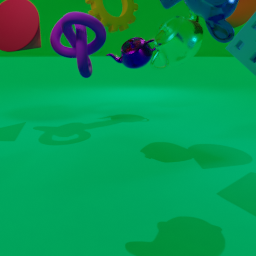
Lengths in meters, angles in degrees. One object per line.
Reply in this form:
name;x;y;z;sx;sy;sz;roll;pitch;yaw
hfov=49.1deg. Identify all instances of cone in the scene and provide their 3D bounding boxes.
cone;2.168;-2.741;6.425;1.383;1.383;1.388;9;40;29
cone;-3.036;-2.769;8.513;1.583;1.583;1.588;3;-7;12

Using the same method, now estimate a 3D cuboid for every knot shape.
knot shape;-1.447;-2.425;8.353;0.937;1.898;2.028;-31;28;-35

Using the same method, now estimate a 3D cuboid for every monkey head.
monkey head;1.015;-1.953;4.042;1.103;1.533;0.924;-21;-13;14

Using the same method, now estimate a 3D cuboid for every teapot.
teapot;0.185;-2.642;9.712;1.868;0.915;1.161;-18;49;11
teapot;1.177;-2.214;6.744;0.965;1.971;1.226;34;0;-29

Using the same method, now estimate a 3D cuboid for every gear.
gear;-0.498;-4.091;9.216;1.779;1.779;0.329;-10;9;-31

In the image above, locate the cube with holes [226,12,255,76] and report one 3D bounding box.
cube with holes;2.660;-1.325;4.660;1.148;1.148;1.148;9;40;-40
